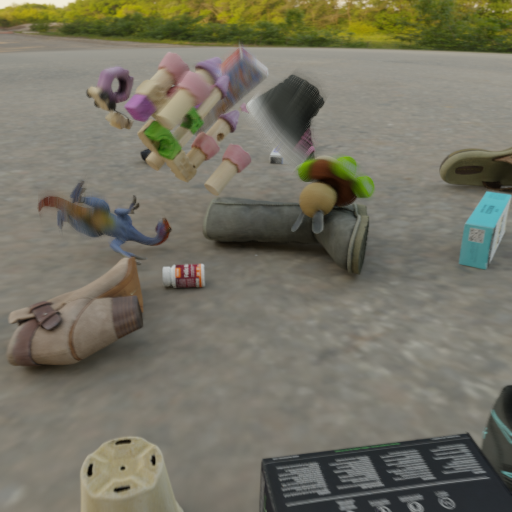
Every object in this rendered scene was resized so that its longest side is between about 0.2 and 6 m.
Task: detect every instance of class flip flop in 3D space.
[{"bbox_3d":[5.642,-1.921,12.626,2.877,1.166,0.828,-2,42,-1],"label":"flip flop"}]

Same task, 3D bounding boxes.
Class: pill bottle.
[{"bbox_3d":[-1.112,0.311,8.619,0.625,0.357,0.357,-2,25,-5],"label":"pill bottle"}]

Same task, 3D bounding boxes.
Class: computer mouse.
[{"bbox_3d":[-2.818,-2.850,15.459,0.602,0.349,2.052,-14,21,0],"label":"computer mouse"}]

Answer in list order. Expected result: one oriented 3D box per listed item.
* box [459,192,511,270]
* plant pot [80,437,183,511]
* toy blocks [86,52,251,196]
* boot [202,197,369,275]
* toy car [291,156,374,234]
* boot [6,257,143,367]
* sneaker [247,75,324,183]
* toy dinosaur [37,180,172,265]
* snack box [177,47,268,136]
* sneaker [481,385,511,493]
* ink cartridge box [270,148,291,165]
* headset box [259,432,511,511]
[{"bbox_3d":[4.041,-0.486,9.834,0.459,0.768,1.868,14,28,28],"label":"box"},{"bbox_3d":[-1.021,1.988,4.481,0.948,0.868,0.948,0,26,0],"label":"plant pot"},{"bbox_3d":[-1.264,-2.783,10.396,2.435,2.276,2.050,25,71,37],"label":"toy blocks"},{"bbox_3d":[0.461,-0.474,9.548,2.787,1.011,2.534,9,14,5],"label":"boot"},{"bbox_3d":[1.105,-0.889,9.198,1.057,1.015,1.286,4,60,53],"label":"toy car"},{"bbox_3d":[-2.367,0.686,7.454,1.652,0.794,2.260,-14,18,-7],"label":"boot"},{"bbox_3d":[0.903,-2.747,11.503,1.380,0.983,2.782,-39,52,14],"label":"sneaker"},{"bbox_3d":[-2.381,-0.642,9.483,1.930,1.013,1.752,28,2,41],"label":"toy dinosaur"},{"bbox_3d":[-0.777,-3.234,11.231,0.762,2.121,0.258,27,44,-39],"label":"snack box"},{"bbox_3d":[2.639,1.885,4.123,0.974,1.024,2.585,-7,16,-23],"label":"sneaker"},{"bbox_3d":[0.819,-2.823,15.360,0.698,0.275,1.403,5,27,10],"label":"ink cartridge box"},{"bbox_3d":[1.053,2.306,3.712,1.762,0.939,2.023,-4,26,-11],"label":"headset box"}]
